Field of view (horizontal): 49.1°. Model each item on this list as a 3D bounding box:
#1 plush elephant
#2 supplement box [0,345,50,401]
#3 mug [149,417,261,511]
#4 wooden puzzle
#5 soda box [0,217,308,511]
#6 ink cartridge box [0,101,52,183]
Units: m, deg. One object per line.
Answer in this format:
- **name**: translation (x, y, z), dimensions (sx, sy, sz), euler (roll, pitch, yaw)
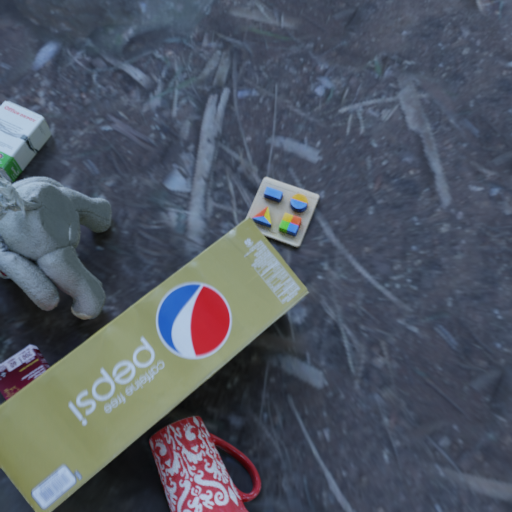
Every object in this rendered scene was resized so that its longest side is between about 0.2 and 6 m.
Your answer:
- **plush elephant**: translation (-3.984, -0.178, 8.968), dimensions (2.212, 2.857, 2.353), euler (-16, 62, 18)
- **supplement box**: translation (-3.411, 2.160, 8.682), dimensions (0.749, 0.419, 1.376), euler (-35, 85, -15)
- **mug**: translation (-0.797, 3.245, 8.217), dimensions (1.037, 1.379, 1.554), euler (-41, 62, 22)
- **wooden puzzle**: translation (0.464, -0.852, 10.283), dimensions (1.114, 0.278, 1.203), euler (20, 67, 9)
- **soda box**: translation (-1.512, 1.463, 8.204), dimensions (4.625, 1.566, 1.480), euler (-38, 89, -18)
- **ink cartridge box**: translation (-4.732, -2.202, 10.742), dimensions (0.959, 0.543, 1.308), euler (26, 68, 11)
